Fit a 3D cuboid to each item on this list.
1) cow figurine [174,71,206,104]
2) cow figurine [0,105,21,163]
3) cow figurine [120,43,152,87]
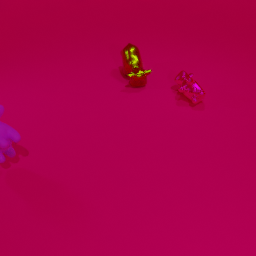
[{"bbox_3d":[2.028,-1.322,9.087,1.233,0.677,1.213,46,21,8],"label":"cow figurine"},{"bbox_3d":[-2.939,0.049,6.181,1.165,1.184,0.650,41,38,12],"label":"cow figurine"},{"bbox_3d":[0.222,-2.233,9.860,0.871,1.586,1.561,-12,5,-8],"label":"cow figurine"}]
